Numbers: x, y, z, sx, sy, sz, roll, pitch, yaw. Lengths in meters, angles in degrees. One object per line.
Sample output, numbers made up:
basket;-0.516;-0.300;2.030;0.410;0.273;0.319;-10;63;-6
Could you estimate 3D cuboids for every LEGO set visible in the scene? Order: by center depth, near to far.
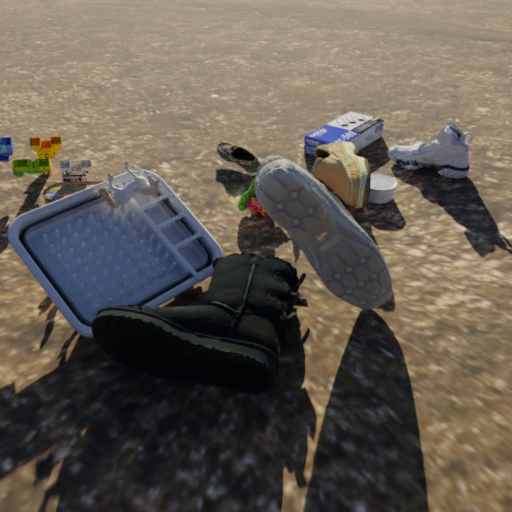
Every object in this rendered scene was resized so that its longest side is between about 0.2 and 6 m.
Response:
LEGO set;-5.705;-2.273;14.162;2.982;1.224;1.137;-4;65;-14

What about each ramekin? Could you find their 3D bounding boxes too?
ramekin;2.975;-1.623;13.642;0.851;0.415;0.851;0;35;0

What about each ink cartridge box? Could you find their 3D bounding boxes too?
ink cartridge box;2.567;-3.465;16.193;1.182;0.556;2.514;23;41;31

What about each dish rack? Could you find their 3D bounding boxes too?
dish rack;-2.541;-0.055;10.412;3.252;0.708;2.791;-31;73;-36

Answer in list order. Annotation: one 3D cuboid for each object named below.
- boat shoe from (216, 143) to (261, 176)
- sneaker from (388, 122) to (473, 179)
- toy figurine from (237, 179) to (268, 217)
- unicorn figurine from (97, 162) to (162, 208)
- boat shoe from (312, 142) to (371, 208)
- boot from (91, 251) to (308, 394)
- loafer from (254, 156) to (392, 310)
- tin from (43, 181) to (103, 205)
boat shoe;-0.492;-2.692;14.942;0.572;0.474;1.592;-39;55;-20
sneaker;4.592;-2.886;14.729;2.188;1.257;0.822;20;39;27
toy figurine;0.390;-1.208;12.813;1.133;0.924;1.231;35;62;27
unicorn figurine;-2.315;-1.332;10.505;0.866;1.261;0.466;57;17;17
boat shoe;1.953;-1.996;13.586;1.196;1.125;3.140;6;24;-5
boot;-0.762;0.855;9.392;3.163;1.171;2.592;12;37;7
loafer;1.237;-0.394;9.611;1.185;3.390;1.183;-32;28;18
tin;-4.200;-1.443;13.465;1.751;0.367;0.981;0;39;0
